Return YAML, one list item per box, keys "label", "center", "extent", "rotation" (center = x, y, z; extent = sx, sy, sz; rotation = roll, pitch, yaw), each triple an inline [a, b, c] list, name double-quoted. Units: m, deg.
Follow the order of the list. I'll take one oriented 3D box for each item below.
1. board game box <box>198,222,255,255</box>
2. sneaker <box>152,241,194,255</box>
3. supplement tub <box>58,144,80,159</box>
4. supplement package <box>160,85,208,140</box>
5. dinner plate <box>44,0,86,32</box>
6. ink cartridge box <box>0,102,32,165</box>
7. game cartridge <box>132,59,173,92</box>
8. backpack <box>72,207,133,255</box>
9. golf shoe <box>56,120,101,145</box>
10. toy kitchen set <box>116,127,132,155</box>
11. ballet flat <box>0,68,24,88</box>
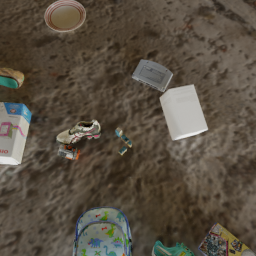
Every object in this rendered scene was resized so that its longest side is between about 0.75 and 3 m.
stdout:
- label: "board game box"
  center: [3.479, 4.332, 9.781]
  extent: [1.702, 0.295, 1.153]
  rotation: [39, 73, 14]
- label: "sneaker"
  center: [1.866, 4.353, 9.547]
  extent: [2.075, 0.804, 0.826]
  rotation: [9, 59, 4]
- label: "supplement tub"
  center: [-2.307, 0.949, 10.950]
  extent: [0.786, 0.482, 0.482]
  rotation: [16, 68, -11]
- label: "supplement package"
  center: [2.140, -0.586, 10.997]
  extent: [1.118, 1.104, 1.843]
  rotation: [-12, 81, -16]
- label: "dinner plate"
  center: [-3.088, -5.517, 13.850]
  extent: [2.030, 0.246, 2.030]
  rotation: [0, 67, 1]
- label: "ink cartridge box"
  center: [-4.983, 0.195, 11.108]
  extent: [1.654, 0.969, 2.288]
  rotation: [4, 69, 1]
- label: "game cartridge"
  center: [1.115, -2.384, 12.451]
  extent: [1.590, 0.322, 1.060]
  rotation: [27, 84, 10]
- label: "backpack"
  center: [-0.837, 3.769, 9.313]
  extent: [2.003, 1.609, 2.189]
  rotation: [-1, 64, -4]
- label: "golf shoe"
  center: [-2.012, 0.110, 11.173]
  extent: [1.837, 0.809, 0.709]
  rotation: [-15, 48, -6]
- label: "toy kitchen set"
  center: [-0.320, 0.541, 11.228]
  extent: [0.842, 0.496, 0.675]
  rotation: [43, 74, 16]
- label: "ballet flat"
  center: [-5.830, -2.391, 12.348]
  extent: [2.656, 0.904, 0.893]
  rotation: [17, 48, 1]
